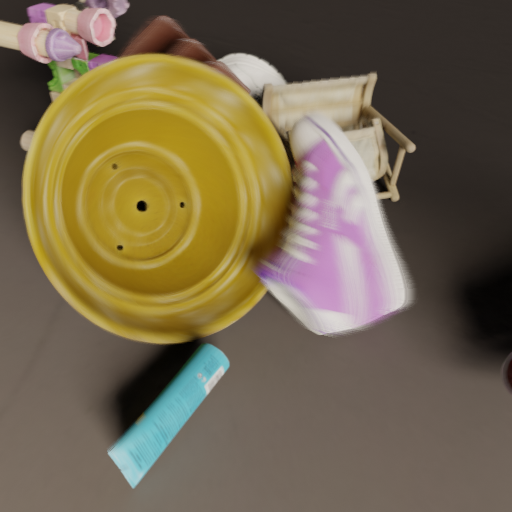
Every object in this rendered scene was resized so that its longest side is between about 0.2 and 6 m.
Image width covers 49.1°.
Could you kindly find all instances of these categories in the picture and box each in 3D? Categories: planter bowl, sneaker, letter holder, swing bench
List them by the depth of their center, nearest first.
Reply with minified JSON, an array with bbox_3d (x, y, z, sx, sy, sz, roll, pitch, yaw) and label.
[{"bbox_3d":[0.695,-0.413,7.253,1.648,1.047,2.890,-18,81,-17],"label":"sneaker"},{"bbox_3d":[-1.340,-0.707,7.550,3.551,3.551,1.479,-29,16,-26],"label":"planter bowl"},{"bbox_3d":[-1.497,-2.377,8.877,2.220,1.578,1.116,-49,52,7],"label":"letter holder"},{"bbox_3d":[1.228,-1.877,9.231,1.965,1.282,1.975,-8,53,-9],"label":"swing bench"},{"bbox_3d":[-0.956,-3.135,10.905,3.315,1.235,1.444,12,63,15],"label":"sneaker"}]

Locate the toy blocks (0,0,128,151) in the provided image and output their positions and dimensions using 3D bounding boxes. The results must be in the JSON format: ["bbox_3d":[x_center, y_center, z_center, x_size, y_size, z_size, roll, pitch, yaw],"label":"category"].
[{"bbox_3d":[-2.616,-3.140,9.786,2.301,2.555,2.734,17,44,20],"label":"toy blocks"}]

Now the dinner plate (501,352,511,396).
[{"bbox_3d":[4.098,1.304,6.083,2.633,0.319,2.633,-15,10,3],"label":"dinner plate"}]

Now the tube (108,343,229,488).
[{"bbox_3d":[-0.932,1.707,6.229,0.421,0.647,1.672,6,42,39],"label":"tube"}]
